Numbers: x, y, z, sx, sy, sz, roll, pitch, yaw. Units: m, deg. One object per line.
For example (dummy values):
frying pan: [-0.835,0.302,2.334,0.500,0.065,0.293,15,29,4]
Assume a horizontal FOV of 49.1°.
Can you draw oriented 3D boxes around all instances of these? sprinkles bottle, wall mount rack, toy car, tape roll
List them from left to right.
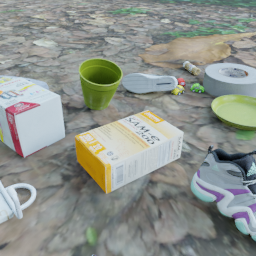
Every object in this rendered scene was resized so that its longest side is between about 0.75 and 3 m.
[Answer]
wall mount rack: [-3.376,1.341,5.710,2.625,0.979,2.281,-24,39,-34]
toy car: [2.392,-1.640,11.035,1.244,0.295,1.321,8,34,13]
sprinkles bottle: [2.870,-2.689,12.650,0.341,0.341,1.001,-11,35,-17]
tape roll: [4.066,-1.851,10.982,2.148,0.710,2.148,0,33,0]

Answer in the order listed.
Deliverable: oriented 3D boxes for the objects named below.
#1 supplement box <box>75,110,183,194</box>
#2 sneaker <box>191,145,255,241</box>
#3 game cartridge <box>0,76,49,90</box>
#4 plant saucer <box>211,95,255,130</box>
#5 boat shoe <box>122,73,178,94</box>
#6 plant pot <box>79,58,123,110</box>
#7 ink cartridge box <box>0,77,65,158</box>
supplement box: [0.044,0.480,7.149,2.349,0.864,1.480,-21,39,-30]
sneaker: [2.342,1.101,5.311,2.215,1.549,0.861,30,31,29]
game cartridge: [-4.534,-1.412,10.294,2.865,0.586,1.907,8,23,9]
plant saucer: [3.811,-0.490,9.200,2.131,0.331,2.131,1,32,0]
boat shoe: [0.857,-1.698,10.860,2.133,0.769,0.756,6,10,14]
plant pot: [-0.981,-1.371,9.455,1.409,1.356,1.409,7,47,-7]
ink cartridge box: [-3.014,-0.382,8.008,1.959,1.417,1.424,24,40,33]
